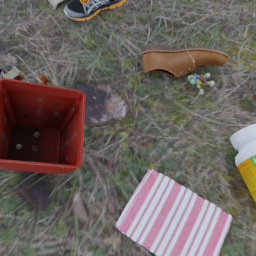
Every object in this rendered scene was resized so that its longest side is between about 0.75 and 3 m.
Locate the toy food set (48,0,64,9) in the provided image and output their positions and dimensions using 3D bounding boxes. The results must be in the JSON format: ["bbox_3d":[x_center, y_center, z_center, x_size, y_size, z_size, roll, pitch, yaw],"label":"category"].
[{"bbox_3d":[-2.496,-5.277,10.792,1.403,0.424,1.007,-35,81,-14],"label":"toy food set"}]

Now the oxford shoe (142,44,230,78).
[{"bbox_3d":[1.845,-2.092,9.062,2.803,1.000,0.999,0,88,4],"label":"oxford shoe"}]

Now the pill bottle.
[{"bbox_3d":[3.589,1.081,7.202,1.273,1.273,2.293,-16,65,-8],"label":"pill bottle"}]

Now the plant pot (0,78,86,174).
[{"bbox_3d":[-2.279,0.216,7.068,2.021,1.781,2.020,8,63,-18],"label":"plant pot"}]

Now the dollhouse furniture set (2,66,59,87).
[{"bbox_3d":[-3.123,-1.140,8.701,1.502,0.782,1.518,44,72,6],"label":"dollhouse furniture set"}]

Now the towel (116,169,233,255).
[{"bbox_3d":[1.186,2.404,7.118,2.528,0.378,1.850,30,68,11],"label":"towel"}]

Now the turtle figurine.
[{"bbox_3d":[2.214,-1.391,8.914,0.910,0.939,0.676,-15,40,-29],"label":"turtle figurine"}]

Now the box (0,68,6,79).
[{"bbox_3d":[-4.898,-1.441,8.914,1.600,0.395,1.277,11,67,5],"label":"box"}]

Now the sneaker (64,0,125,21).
[{"bbox_3d":[-1.234,-4.742,10.199,2.414,0.932,0.945,-28,69,-11],"label":"sneaker"}]
